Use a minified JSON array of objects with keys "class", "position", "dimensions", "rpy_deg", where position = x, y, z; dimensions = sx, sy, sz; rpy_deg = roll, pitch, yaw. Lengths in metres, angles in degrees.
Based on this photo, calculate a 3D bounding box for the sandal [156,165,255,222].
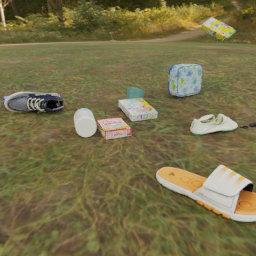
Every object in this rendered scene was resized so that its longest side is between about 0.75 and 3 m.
[{"class":"sandal","position":[1.997,1.335,6.938],"dimensions":[2.982,0.855,1.143],"rpy_deg":[16,27,33]}]

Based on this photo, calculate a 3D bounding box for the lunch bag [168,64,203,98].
[{"class":"lunch bag","position":[3.191,-2.660,15.659],"dimensions":[2.194,1.764,0.905],"rpy_deg":[-15,22,-36]}]

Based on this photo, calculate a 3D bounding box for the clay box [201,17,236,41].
[{"class":"clay box","position":[3.424,-3.718,10.606],"dimensions":[1.136,0.270,0.652],"rpy_deg":[40,65,22]}]

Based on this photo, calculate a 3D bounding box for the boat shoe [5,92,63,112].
[{"class":"boat shoe","position":[-4.236,-1.173,12.906],"dimensions":[2.636,0.984,1.222],"rpy_deg":[-10,16,-24]}]

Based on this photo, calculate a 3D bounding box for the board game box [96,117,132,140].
[{"class":"board game box","position":[-0.576,-0.007,10.966],"dimensions":[1.038,0.317,1.370],"rpy_deg":[-8,23,-19]}]

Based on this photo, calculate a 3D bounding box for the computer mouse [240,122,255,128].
[{"class":"computer mouse","position":[4.991,-0.122,11.487],"dimensions":[0.885,0.151,0.259],"rpy_deg":[-9,25,-21]}]

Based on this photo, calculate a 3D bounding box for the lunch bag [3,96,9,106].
[{"class":"lunch bag","position":[-5.671,-1.201,13.906],"dimensions":[0.758,0.473,1.006],"rpy_deg":[-14,38,-34]}]

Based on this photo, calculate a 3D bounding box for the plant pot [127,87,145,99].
[{"class":"plant pot","position":[0.339,-1.579,14.099],"dimensions":[0.906,0.727,0.906],"rpy_deg":[12,-4,1]}]

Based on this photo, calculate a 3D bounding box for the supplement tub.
[{"class":"supplement tub","position":[-1.675,-0.223,10.866],"dimensions":[0.805,0.805,1.220],"rpy_deg":[-5,24,-12]}]

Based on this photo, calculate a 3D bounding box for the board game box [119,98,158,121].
[{"class":"board game box","position":[0.425,-0.883,12.908],"dimensions":[1.214,0.309,1.805],"rpy_deg":[-8,29,-19]}]

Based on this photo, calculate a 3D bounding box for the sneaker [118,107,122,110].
[{"class":"sneaker","position":[-0.254,-1.135,13.740],"dimensions":[0.275,0.322,0.785],"rpy_deg":[16,31,28]}]

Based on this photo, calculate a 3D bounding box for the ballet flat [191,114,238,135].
[{"class":"ballet flat","position":[3.435,-0.196,10.948],"dimensions":[2.133,0.740,0.740],"rpy_deg":[-8,23,-19]}]
